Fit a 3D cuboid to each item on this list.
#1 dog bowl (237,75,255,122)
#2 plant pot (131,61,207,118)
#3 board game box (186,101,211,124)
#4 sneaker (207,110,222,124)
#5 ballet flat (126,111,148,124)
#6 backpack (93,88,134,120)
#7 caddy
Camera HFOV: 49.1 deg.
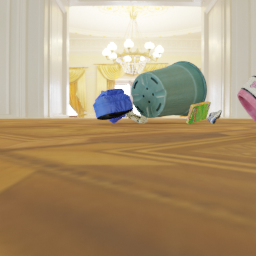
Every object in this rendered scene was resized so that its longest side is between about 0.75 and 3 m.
[{"bbox_3d":[2.613,-0.399,5.403,0.453,1.228,1.228,-37,-5,11],"label":"dog bowl"},{"bbox_3d":[1.761,-1.677,13.011,2.688,2.744,2.744,-15,12,-42],"label":"plant pot"},{"bbox_3d":[2.886,-0.637,11.485,0.242,0.771,1.614,26,27,32],"label":"board game box"},{"bbox_3d":[3.416,-0.521,11.065,0.382,0.345,0.896,30,46,28],"label":"sneaker"},{"bbox_3d":[0.391,-0.390,12.064,1.140,0.409,0.409,20,-7,-27],"label":"ballet flat"},{"bbox_3d":[-0.695,-0.905,10.928,1.359,1.140,1.104,-18,-6,-26],"label":"backpack"},{"bbox_3d":[-0.746,-0.968,12.320,0.827,1.576,1.114,-40,25,15],"label":"caddy"}]
